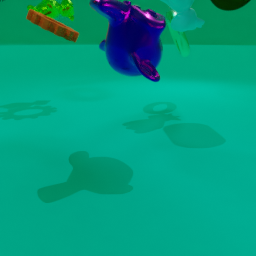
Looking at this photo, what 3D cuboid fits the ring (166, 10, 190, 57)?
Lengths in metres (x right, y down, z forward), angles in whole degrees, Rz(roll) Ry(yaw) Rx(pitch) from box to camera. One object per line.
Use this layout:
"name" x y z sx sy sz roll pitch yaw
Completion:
"ring" 1.657 -3.115 9.318 0.318 1.591 1.591 -23 15 11

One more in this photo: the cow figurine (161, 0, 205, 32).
"cow figurine" 1.602 -3.636 7.871 1.672 1.700 0.933 12 16 -37

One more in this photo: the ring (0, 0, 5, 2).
"ring" -2.580 -3.113 5.042 1.562 1.562 0.312 12 35 32

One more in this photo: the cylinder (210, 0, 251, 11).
"cylinder" 2.479 -3.687 6.963 1.188 1.188 1.188 0 38 1

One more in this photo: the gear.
"gear" -2.331 -3.192 8.771 1.596 0.295 1.596 25 16 -8

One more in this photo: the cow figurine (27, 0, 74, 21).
"cow figurine" -2.626 -4.095 9.873 1.433 0.786 1.410 -35 -19 10

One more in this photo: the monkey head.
"monkey head" -0.080 -1.518 4.790 1.414 1.185 1.966 7 23 -34
